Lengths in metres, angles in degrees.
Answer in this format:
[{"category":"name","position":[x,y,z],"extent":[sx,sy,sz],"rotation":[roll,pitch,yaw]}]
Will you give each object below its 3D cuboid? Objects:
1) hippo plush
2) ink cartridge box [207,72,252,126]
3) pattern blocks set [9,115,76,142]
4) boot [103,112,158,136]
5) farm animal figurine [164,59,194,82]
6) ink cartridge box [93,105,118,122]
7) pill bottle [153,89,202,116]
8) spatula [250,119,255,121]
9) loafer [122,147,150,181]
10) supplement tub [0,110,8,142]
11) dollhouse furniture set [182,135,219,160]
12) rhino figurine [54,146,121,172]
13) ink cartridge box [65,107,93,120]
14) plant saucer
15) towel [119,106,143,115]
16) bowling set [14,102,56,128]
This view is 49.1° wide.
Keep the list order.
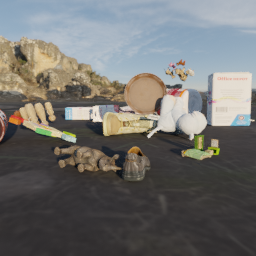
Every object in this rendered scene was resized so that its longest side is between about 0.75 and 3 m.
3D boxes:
[{"category":"hippo plush","position":[1.654,-0.362,8.685],"extent":[1.685,1.342,1.355],"rotation":[-6,8,-41]},{"category":"ink cartridge box","position":[4.377,-1.258,12.211],"extent":[1.628,2.253,0.954],"rotation":[0,7,2]},{"category":"pattern blocks set","position":[-2.431,0.038,8.053],"extent":[1.919,0.177,2.183],"rotation":[18,-1,-27]},{"category":"boot","position":[0.139,-0.137,9.353],"extent":[1.630,0.759,2.107],"rotation":[3,6,15]},{"category":"farm animal figurine","position":[1.590,-1.748,8.846],"extent":[0.763,0.402,0.772],"rotation":[38,-31,-15]},{"category":"ink cartridge box","position":[-1.179,-0.737,14.018],"extent":[1.369,0.797,0.462],"rotation":[-4,8,-28]},{"category":"pill bottle","position":[2.394,-1.297,15.161],"extent":[1.631,1.631,2.888],"rotation":[-5,8,-38]},{"category":"spatula","position":[5.903,-0.436,14.513],"extent":[1.080,0.087,0.751],"rotation":[0,6,3]},{"category":"loafer","position":[0.166,0.544,4.888],"extent":[0.451,0.448,1.239],"rotation":[0,7,5]},{"category":"supplement tub","position":[-3.810,-0.074,7.547],"extent":[1.046,1.046,1.955],"rotation":[-3,8,-20]},{"category":"dollhouse furniture set","position":[1.603,0.413,6.179],"extent":[0.795,0.399,0.521],"rotation":[-7,10,-44]},{"category":"rhino figurine","position":[-0.646,0.560,4.918],"extent":[1.361,0.407,0.595],"rotation":[7,4,37]},{"category":"ink cartridge box","position":[-2.358,-0.790,15.074],"extent":[1.881,0.638,1.083],"rotation":[-1,7,-5]},{"category":"plant saucer","position":[0.595,-1.144,9.434],"extent":[1.418,1.418,0.227],"rotation":[0,-4,2]},{"category":"towel","position":[1.207,-1.331,18.041],"extent":[2.909,0.469,2.778],"rotation":[-14,13,-23]},{"category":"bowling set","position":[-3.934,-0.389,11.562],"extent":[1.323,1.021,1.902],"rotation":[-17,3,18]}]
